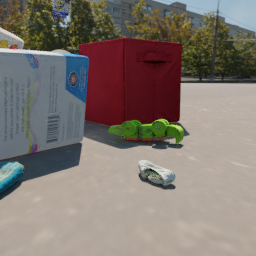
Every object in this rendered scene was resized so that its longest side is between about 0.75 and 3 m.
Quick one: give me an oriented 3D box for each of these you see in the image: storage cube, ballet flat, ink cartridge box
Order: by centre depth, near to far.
[{"bbox_3d":[0.350,0.662,4.130,0.263,0.263,0.757,-9,15,-39],"label":"ballet flat"},{"bbox_3d":[-2.184,-0.530,5.434,1.130,1.929,2.670,21,21,37],"label":"ink cartridge box"},{"bbox_3d":[-1.945,-3.620,8.261,0.474,0.795,0.167,-4,44,-33],"label":"ink cartridge box"},{"bbox_3d":[0.052,-1.433,8.988,2.357,2.479,2.758,-9,13,-38],"label":"storage cube"}]

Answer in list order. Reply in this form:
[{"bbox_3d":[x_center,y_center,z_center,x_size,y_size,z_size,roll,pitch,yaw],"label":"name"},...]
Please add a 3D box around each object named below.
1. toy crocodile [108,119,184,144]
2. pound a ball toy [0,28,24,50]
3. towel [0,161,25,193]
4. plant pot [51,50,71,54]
[{"bbox_3d":[0.399,0.084,6.469,1.747,0.539,0.590,-1,3,15],"label":"toy crocodile"},{"bbox_3d":[-3.798,-2.298,8.144,0.743,1.140,1.748,35,8,17],"label":"pound a ball toy"},{"bbox_3d":[-2.621,0.832,3.082,1.875,0.277,2.557,1,11,11],"label":"towel"},{"bbox_3d":[-4.291,-2.822,15.830,2.906,2.906,1.951,5,23,26],"label":"plant pot"}]
